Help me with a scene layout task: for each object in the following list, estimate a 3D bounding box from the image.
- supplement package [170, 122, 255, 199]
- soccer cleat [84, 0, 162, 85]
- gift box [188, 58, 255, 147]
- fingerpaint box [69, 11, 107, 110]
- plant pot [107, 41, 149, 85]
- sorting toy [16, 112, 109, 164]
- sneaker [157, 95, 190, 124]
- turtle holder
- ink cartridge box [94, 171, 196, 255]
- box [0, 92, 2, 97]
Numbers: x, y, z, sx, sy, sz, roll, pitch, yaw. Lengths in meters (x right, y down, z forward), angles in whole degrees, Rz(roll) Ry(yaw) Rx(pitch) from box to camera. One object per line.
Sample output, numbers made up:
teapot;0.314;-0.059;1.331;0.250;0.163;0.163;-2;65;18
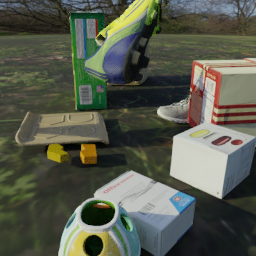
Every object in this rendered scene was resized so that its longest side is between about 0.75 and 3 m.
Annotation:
supplement package;1.602;0.535;5.314;1.108;0.852;1.158;20;28;40
soccer cleat;0.000;-1.519;4.282;0.908;0.701;2.170;10;52;14
gift box;2.850;-0.793;6.852;2.117;2.267;2.092;-2;27;-8
fingerpaint box;-1.352;-2.428;9.746;1.098;2.994;2.498;-3;21;-8
plant pot;-0.158;-2.998;12.581;2.206;2.204;1.953;1;33;3
sorting toy;-1.557;0.203;6.879;2.124;0.382;2.850;1;22;-10
sneaker;1.845;-0.701;8.324;2.133;0.875;0.797;-9;24;-20
turtle holder;-0.383;1.387;3.153;0.974;0.910;1.281;12;25;25
ink cartridge box;0.234;1.197;4.144;1.217;0.510;0.883;18;28;37
box;-3.626;-1.799;5.560;1.603;2.646;0.429;-1;21;20
